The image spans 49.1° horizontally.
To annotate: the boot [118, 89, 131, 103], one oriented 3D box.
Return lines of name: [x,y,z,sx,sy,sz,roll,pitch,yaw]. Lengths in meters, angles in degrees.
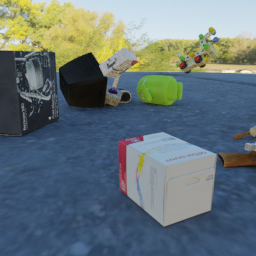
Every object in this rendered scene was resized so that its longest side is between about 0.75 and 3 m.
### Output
boot: [-1.220,-2.112,17.365,2.614,0.946,1.885,6,13,-11]

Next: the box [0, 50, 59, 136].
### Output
box: [-4.169,-1.494,10.858,1.819,2.936,2.886,4,15,14]

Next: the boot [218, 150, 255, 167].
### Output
boot: [3.123,0.762,7.587,1.314,0.450,1.237,-5,21,11]

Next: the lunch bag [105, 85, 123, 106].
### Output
lunch bag: [-1.002,-1.801,15.569,1.230,0.882,1.500,24,14,-1]

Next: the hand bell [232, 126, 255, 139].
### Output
hand bell: [4.095,0.196,9.591,1.094,0.570,0.570,-15,16,-5]

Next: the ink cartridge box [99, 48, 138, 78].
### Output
ink cartridge box: [-0.257,-1.823,7.967,0.903,0.374,0.662,-30,-12,29]

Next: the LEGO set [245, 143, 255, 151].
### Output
LEGO set: [3.837,0.809,6.566,0.803,0.746,1.957,-5,9,-31]

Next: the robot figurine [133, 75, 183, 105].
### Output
robot figurine: [1.735,-2.219,16.284,2.826,1.635,2.479,11,18,37]

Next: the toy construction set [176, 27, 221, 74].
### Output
toy construction set: [2.925,-3.240,12.314,1.072,1.525,2.326,20,-29,-30]

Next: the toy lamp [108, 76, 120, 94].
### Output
toy lamp: [-0.315,-1.754,9.117,0.374,1.285,0.374,14,-10,2]

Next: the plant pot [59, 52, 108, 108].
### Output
plant pot: [-2.480,-2.356,14.805,1.959,2.209,2.203,-17,56,-22]

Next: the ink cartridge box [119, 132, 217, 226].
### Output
ink cartridge box: [0.688,0.873,5.364,1.149,1.143,1.581,-8,17,-28]
